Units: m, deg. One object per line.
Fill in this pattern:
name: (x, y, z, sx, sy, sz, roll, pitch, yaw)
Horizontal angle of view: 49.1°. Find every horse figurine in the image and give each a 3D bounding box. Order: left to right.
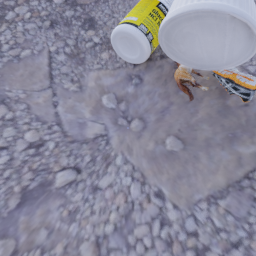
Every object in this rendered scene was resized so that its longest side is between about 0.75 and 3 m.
horse figurine: (1.696, -1.477, 7.735, 1.144, 0.431, 1.727, 23, 48, 3)

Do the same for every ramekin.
ramekin: (1.909, -2.367, 6.535, 2.246, 2.246, 1.046, 12, 72, 7)

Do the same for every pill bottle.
pill bottle: (0.558, -3.059, 8.335, 1.248, 1.248, 2.220, 26, 63, 15)

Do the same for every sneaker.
sneaker: (2.760, -1.219, 7.480, 0.624, 0.616, 1.594, -14, 35, -16)
